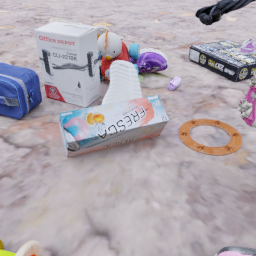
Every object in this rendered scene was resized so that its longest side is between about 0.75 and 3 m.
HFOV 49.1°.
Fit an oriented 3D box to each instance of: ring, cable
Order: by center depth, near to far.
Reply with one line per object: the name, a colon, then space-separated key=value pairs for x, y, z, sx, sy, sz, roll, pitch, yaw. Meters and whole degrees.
cable: x=1.811 y=-2.249 z=5.049 sx=1.156 sy=0.360 sz=1.416 roll=-27 pitch=12 yaw=14
ring: x=2.205 y=0.159 z=7.526 sx=1.674 sy=0.161 sz=1.674 roll=0 pitch=33 yaw=0

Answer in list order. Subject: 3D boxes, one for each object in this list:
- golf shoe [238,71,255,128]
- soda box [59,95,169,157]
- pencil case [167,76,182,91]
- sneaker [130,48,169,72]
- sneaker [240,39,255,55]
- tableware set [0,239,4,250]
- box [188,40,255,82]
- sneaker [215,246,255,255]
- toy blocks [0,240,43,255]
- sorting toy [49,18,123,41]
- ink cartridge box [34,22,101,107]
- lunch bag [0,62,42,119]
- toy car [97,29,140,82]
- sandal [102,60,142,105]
golf shoe: x=2.472 y=0.015 z=3.757 sx=1.366 sy=1.124 sz=2.985 roll=20 pitch=30 yaw=0
soda box: x=-0.345 y=-0.071 z=6.992 sx=2.591 sy=0.886 sz=0.824 roll=-13 pitch=65 yaw=-18
pencil case: x=1.681 y=-1.618 z=10.090 sx=0.318 sy=0.324 sz=0.757 roll=21 pitch=39 yaw=20
sneaker: x=0.338 y=-2.437 z=11.043 sx=2.535 sy=1.022 sz=1.058 roll=5 pitch=48 yaw=23
sneaker: x=4.949 y=-3.221 z=11.070 sx=1.018 sy=0.581 sz=0.369 roll=-9 pitch=33 yaw=-19
tableware set: x=-2.911 y=1.890 z=4.842 sx=1.616 sy=0.248 sz=1.088 roll=10 pitch=32 yaw=17
box: x=4.326 y=-2.936 z=11.763 sx=2.294 sy=0.699 sz=2.846 roll=-18 pitch=37 yaw=-23
sneaker: x=2.520 y=2.202 z=3.870 sx=2.658 sy=1.050 sz=1.268 roll=14 pitch=18 yaw=17
toy blocks: x=-1.278 y=2.400 z=3.458 sx=2.359 sy=0.856 sz=1.966 roll=8 pitch=35 yaw=12
sorting toy: x=-1.691 y=-4.221 z=13.197 sx=2.949 sy=1.575 sz=2.654 roll=23 pitch=32 yaw=33
ink cartridge box: x=-1.842 y=-2.005 z=8.860 sx=1.659 sy=2.299 sz=0.963 roll=15 pitch=36 yaw=22
lunch bag: x=-3.574 y=-1.065 z=8.365 sx=1.885 sy=1.281 sz=1.247 roll=14 pitch=36 yaw=17
toy car: x=-0.606 y=-2.624 z=9.875 sx=1.699 sy=1.843 sz=1.630 roll=2 pitch=76 yaw=15
sandal: x=-0.144 y=-0.912 z=8.590 sx=1.195 sy=0.722 sz=2.937 roll=11 pitch=52 yaw=-5
